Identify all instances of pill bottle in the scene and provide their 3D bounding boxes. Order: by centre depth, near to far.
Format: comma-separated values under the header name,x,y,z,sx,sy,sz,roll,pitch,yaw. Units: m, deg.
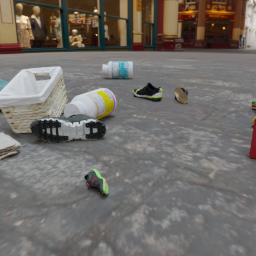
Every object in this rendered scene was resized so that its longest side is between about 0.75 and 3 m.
name,x,y,z,sx,sy,sz,roll,pitch,yaw
pill bottle,-1.582,-0.886,11.838,1.250,1.250,2.397,11,22,27
pill bottle,-0.807,-4.591,22.146,2.369,1.312,1.312,1,20,0

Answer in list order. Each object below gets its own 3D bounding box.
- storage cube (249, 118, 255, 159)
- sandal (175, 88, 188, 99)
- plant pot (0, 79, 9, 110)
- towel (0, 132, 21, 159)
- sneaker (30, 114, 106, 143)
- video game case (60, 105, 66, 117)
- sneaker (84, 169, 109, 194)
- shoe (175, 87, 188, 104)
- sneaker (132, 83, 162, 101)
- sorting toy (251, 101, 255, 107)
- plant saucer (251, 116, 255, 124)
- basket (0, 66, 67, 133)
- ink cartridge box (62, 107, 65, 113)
name,x,y,z,sx,sy,sz,roll,pitch,yaw
storage cube,4.525,0.316,8.369,1.427,1.282,1.219,-19,27,-41
sandal,3.159,-2.087,16.437,0.744,0.419,1.956,4,20,11
plant pot,-6.008,-1.544,13.454,1.235,1.539,1.539,16,24,21
towel,-4.652,0.728,8.597,2.326,0.401,1.541,-17,24,-39
sneaker,-2.142,-0.037,10.129,2.599,0.864,1.176,0,16,-12
video game case,-3.614,-0.659,12.600,2.329,0.281,2.555,9,22,25
sneaker,-0.782,1.379,6.887,0.434,0.397,1.035,-26,24,-19
shoe,2.902,-1.699,15.269,0.516,0.394,1.475,-4,38,-8
sneaker,1.149,-2.141,15.850,0.790,0.912,2.202,-17,26,-40
sorting toy,6.596,-0.772,12.469,1.379,0.484,2.860,2,12,6
plant saucer,5.934,-0.600,10.481,2.028,0.491,2.028,5,-16,8
basket,-3.597,-1.131,11.016,1.800,1.638,2.655,-3,33,7
ink cartridge box,-3.369,-0.849,12.328,1.174,0.294,0.945,-7,21,-24
